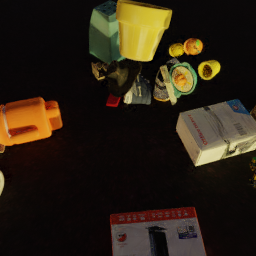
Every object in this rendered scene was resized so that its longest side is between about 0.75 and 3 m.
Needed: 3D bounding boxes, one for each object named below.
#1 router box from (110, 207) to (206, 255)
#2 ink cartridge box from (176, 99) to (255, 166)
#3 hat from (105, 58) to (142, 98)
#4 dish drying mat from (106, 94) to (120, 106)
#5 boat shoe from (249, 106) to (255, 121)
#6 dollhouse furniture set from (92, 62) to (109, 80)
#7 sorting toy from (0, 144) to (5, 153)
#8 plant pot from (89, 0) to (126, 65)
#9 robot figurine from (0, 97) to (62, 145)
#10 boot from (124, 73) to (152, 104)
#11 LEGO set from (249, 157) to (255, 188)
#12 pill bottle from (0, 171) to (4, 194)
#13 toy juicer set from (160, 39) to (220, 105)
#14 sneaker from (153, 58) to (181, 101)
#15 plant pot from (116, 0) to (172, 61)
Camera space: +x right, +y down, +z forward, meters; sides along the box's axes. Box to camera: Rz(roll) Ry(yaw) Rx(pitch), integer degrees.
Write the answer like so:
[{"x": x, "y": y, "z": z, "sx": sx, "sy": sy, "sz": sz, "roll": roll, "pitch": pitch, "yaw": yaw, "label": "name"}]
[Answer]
[{"x": 0.882, "y": 3.660, "z": 8.191, "sx": 2.657, "sy": 0.649, "sz": 2.385, "roll": -4, "pitch": 51, "yaw": -4, "label": "router box"}, {"x": 3.427, "y": 0.133, "z": 10.742, "sx": 2.609, "sy": 1.099, "sz": 1.886, "roll": -13, "pitch": 53, "yaw": -12, "label": "ink cartridge box"}, {"x": -0.433, "y": -2.419, "z": 12.196, "sx": 0.872, "sy": 2.163, "sz": 2.163, "roll": 29, "pitch": 40, "yaw": -35, "label": "hat"}, {"x": -0.579, "y": -1.503, "z": 12.697, "sx": 0.512, "sy": 0.121, "sz": 1.332, "roll": 7, "pitch": 51, "yaw": 12, "label": "dish drying mat"}, {"x": 6.103, "y": -1.220, "z": 11.910, "sx": 1.039, "sy": 1.014, "sz": 2.747, "roll": 27, "pitch": 56, "yaw": 20, "label": "boat shoe"}, {"x": -1.242, "y": -2.994, "z": 13.522, "sx": 0.919, "sy": 0.748, "sz": 0.874, "roll": -24, "pitch": 55, "yaw": -18, "label": "dollhouse furniture set"}, {"x": -5.176, "y": 0.684, "z": 10.952, "sx": 0.757, "sy": 0.149, "sz": 0.818, "roll": -3, "pitch": 47, "yaw": -3, "label": "sorting toy"}, {"x": -0.834, "y": -4.802, "z": 13.898, "sx": 1.731, "sy": 2.451, "sz": 1.732, "roll": 37, "pitch": 59, "yaw": 26, "label": "plant pot"}, {"x": -4.009, "y": -0.259, "z": 10.778, "sx": 2.786, "sy": 1.624, "sz": 2.004, "roll": -13, "pitch": 74, "yaw": -13, "label": "robot figurine"}, {"x": 0.435, "y": -2.092, "z": 12.823, "sx": 1.161, "sy": 0.935, "sz": 2.571, "roll": 7, "pitch": 56, "yaw": -8, "label": "boot"}, {"x": 4.937, "y": 1.789, "z": 9.762, "sx": 1.625, "sy": 0.942, "sz": 1.250, "roll": 12, "pitch": 23, "yaw": 5, "label": "LEGO set"}, {"x": -5.348, "y": 1.854, "z": 9.386, "sx": 1.981, "sy": 1.077, "sz": 1.077, "roll": 5, "pitch": 51, "yaw": 3, "label": "pill bottle"}, {"x": 1.752, "y": -1.973, "z": 9.752, "sx": 0.737, "sy": 2.707, "sz": 1.722, "roll": -29, "pitch": 86, "yaw": -33, "label": "toy juicer set"}, {"x": 1.965, "y": -2.522, "z": 12.840, "sx": 1.067, "sy": 1.237, "sz": 2.822, "roll": 13, "pitch": 51, "yaw": 13, "label": "sneaker"}, {"x": 0.460, "y": -3.642, "z": 10.576, "sx": 2.021, "sy": 1.901, "sz": 2.021, "roll": 9, "pitch": 28, "yaw": -5, "label": "plant pot"}]
